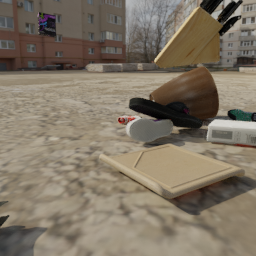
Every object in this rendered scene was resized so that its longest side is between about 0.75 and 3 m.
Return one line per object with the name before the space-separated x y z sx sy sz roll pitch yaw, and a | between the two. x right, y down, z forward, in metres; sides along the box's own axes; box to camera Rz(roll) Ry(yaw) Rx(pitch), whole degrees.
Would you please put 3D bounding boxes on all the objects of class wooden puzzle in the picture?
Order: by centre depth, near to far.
wooden puzzle | 0.850 0.833 5.757 2.272 0.423 2.102 -4 13 -34

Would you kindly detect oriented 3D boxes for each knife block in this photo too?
knife block | 1.575 -2.415 6.559 2.047 1.797 0.655 -5 17 7

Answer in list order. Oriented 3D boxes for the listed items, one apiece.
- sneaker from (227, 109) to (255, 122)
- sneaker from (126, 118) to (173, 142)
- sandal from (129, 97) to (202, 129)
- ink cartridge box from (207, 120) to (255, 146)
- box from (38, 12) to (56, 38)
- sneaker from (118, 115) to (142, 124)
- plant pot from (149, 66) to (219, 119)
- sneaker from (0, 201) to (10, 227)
sneaker | 4.425 -0.456 10.954 1.311 0.488 0.574 9 2 -8
sneaker | 0.398 0.026 8.516 1.092 0.694 1.916 8 5 42
sandal | 1.345 -0.579 8.900 2.806 0.672 1.055 19 -15 -30
ink cartridge box | 3.471 0.109 8.648 1.804 0.558 2.224 5 6 22
box | -3.364 -4.282 11.646 0.705 0.986 0.178 1 -13 -30
sneaker | 0.049 -0.280 10.351 0.950 0.317 0.509 8 17 43
plant pot | 2.021 -1.102 10.843 2.206 2.062 2.062 -16 16 -6
sneaker | -2.030 1.369 3.234 0.851 0.490 1.632 -6 11 -5
